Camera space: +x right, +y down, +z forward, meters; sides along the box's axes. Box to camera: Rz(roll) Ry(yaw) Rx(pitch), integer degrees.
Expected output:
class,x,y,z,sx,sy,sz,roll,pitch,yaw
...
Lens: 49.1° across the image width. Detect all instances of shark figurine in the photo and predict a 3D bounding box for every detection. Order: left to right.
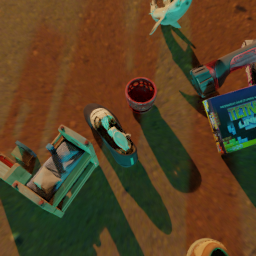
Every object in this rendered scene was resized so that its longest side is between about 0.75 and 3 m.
class,x,y,z,sx,sy,sz,roll,pitch,yaw
shark figurine,1.137,-3.276,8.037,0.983,1.408,2.356,22,24,-28

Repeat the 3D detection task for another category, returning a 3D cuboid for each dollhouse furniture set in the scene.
class,x,y,z,sx,sy,sz,roll,pitch,yaw
dollhouse furniture set,-1.976,0.601,5.963,2.127,1.490,1.499,30,70,13

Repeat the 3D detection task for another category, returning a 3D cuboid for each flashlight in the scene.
class,x,y,z,sx,sy,sz,roll,pitch,yaw
flashlight,2.794,-1.594,7.028,2.372,0.806,0.803,-23,107,6

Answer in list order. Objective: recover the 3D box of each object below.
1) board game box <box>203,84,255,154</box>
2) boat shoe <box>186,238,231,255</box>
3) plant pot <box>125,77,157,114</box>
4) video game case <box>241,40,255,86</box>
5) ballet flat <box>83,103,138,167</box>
class,x,y,z,sx,sy,sz,roll,pitch,yaw
board game box,2.793,-0.260,6.687,1.629,0.462,1.346,-17,89,-8
boat shoe,1.631,3.513,4.885,1.129,1.102,2.984,-7,66,-3
plant pot,0.318,-0.764,7.003,0.769,0.700,0.769,0,65,0
video game case,4.165,-1.537,7.457,1.964,0.352,1.780,-3,72,-1
ballet flat,-0.419,0.029,6.664,0.731,0.731,2.001,-32,70,-13
